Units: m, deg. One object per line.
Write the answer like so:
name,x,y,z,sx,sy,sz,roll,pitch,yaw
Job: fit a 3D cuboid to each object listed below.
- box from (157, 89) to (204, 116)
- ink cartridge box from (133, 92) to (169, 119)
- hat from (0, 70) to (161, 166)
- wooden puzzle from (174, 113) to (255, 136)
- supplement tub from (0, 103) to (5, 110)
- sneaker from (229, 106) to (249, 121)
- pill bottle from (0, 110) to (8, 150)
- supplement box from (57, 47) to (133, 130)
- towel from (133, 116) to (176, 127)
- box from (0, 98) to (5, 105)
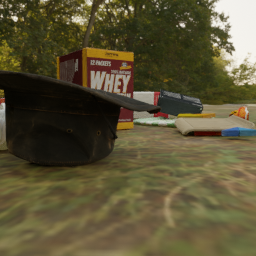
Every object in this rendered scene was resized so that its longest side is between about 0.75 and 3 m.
box,1.923,-0.868,10.570,1.603,0.632,1.132,14,21,2
ink cartridge box,0.414,-1.072,13.015,2.906,1.204,2.133,1,6,4
hat,-0.928,-0.059,3.842,2.644,1.066,2.644,11,4,-1
wooden puzzle,2.109,-0.054,7.154,1.785,0.309,2.646,-3,11,8
supplement tub,-2.111,-0.184,6.111,1.174,0.824,0.824,-4,7,-32
sneaker,4.147,-0.513,10.529,0.652,0.617,1.691,4,6,19
pill bottle,-2.088,0.010,4.916,0.676,0.676,1.219,1,6,8
supplement box,-1.038,-1.095,8.382,1.463,2.173,2.203,-4,7,-33
towel,1.577,-0.230,9.436,2.296,0.269,1.751,5,9,43
box,-4.949,-0.951,13.287,0.973,0.931,1.951,3,6,26
